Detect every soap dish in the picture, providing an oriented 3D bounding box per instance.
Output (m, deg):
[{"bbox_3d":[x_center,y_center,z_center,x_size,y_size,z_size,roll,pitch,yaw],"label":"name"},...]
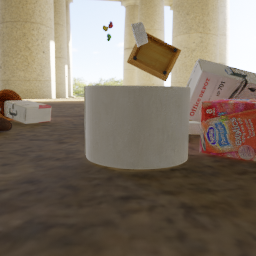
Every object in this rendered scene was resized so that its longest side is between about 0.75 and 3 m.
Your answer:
[{"bbox_3d":[1.288,-3.534,13.671,2.214,1.742,0.899,26,4,-2],"label":"soap dish"}]

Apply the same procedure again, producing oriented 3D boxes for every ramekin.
[{"bbox_3d":[0.399,-3.193,9.504,0.387,0.795,0.795,-18,7,4],"label":"ramekin"}]

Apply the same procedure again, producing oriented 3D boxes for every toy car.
[{"bbox_3d":[-0.785,-3.992,11.688,0.181,0.765,0.813,13,39,21],"label":"toy car"}]

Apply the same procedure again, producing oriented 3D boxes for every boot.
[{"bbox_3d":[-4.455,-0.224,8.607,1.407,0.485,1.510,12,-6,-7],"label":"boot"}]

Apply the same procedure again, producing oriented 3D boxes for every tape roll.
[{"bbox_3d":[0.187,-0.124,5.742,2.134,1.465,2.134,0,8,0],"label":"tape roll"},{"bbox_3d":[2.348,-0.112,9.732,2.100,0.384,2.100,0,8,0],"label":"tape roll"}]

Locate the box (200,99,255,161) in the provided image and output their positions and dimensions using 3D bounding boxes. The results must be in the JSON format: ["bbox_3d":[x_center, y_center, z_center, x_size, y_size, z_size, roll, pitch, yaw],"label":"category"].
[{"bbox_3d":[2.718,-0.089,6.609,1.260,1.162,2.455,6,10,36],"label":"box"}]

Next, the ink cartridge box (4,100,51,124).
[{"bbox_3d":[-4.453,-0.749,12.419,1.765,0.749,1.286,18,17,37],"label":"ink cartridge box"}]

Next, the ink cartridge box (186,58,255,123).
[{"bbox_3d":[2.927,-0.908,8.386,2.279,1.668,0.978,12,36,-4],"label":"ink cartridge box"}]

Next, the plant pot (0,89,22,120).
[{"bbox_3d":[-5.802,-0.995,13.117,1.010,1.443,1.443,-15,-2,36],"label":"plant pot"}]
